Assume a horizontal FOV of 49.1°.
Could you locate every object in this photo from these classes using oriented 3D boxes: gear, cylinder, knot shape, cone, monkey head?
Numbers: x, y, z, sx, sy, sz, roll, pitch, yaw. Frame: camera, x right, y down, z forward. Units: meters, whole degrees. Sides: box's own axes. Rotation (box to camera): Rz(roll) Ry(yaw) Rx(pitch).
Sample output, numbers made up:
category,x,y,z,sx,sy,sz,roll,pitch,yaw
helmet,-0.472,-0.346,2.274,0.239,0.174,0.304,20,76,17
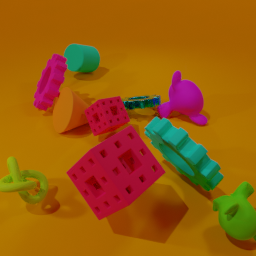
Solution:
category,x,y,z,sx,sy,sz,roll,pitch,yaw
gear,0.340,-0.799,8.543,1.306,0.242,1.306,-6,13,1
cylinder,-1.757,-2.655,10.720,1.010,1.010,1.010,22,19,28
knot shape,-2.096,1.057,5.477,1.075,0.497,1.006,41,4,-1
cone,-1.309,-0.410,8.095,1.284,1.279,1.279,10,25,-36
monkey head,1.998,1.452,4.890,0.924,1.285,0.774,-48,28,3
gear,-2.397,-1.403,8.577,0.321,1.738,1.738,21,24,-31
gear,1.100,0.535,5.755,0.334,1.805,1.805,-45,49,-9
monkey head,1.532,-0.747,8.170,1.259,1.751,1.055,-36,12,-14

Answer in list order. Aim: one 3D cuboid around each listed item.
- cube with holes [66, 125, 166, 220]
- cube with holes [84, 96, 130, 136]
category,x,y,z,sx,sy,sz,roll,pitch,yaw
cube with holes,-0.224,0.780,4.922,1.028,1.028,1.028,-31,83,-43
cube with holes,-0.554,-0.317,7.415,0.742,0.742,0.742,-16,80,-42
